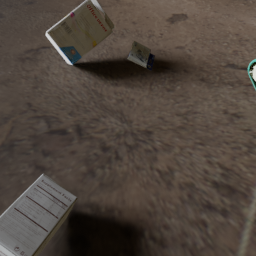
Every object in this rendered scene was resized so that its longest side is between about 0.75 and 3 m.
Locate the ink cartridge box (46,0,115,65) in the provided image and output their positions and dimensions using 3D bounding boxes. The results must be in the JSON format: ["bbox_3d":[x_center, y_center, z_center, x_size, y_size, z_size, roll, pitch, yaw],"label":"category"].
[{"bbox_3d":[-1.410,-2.919,8.464,1.790,1.151,1.121,-40,21,-5],"label":"ink cartridge box"}]

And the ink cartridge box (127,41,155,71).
[{"bbox_3d":[0.463,-2.278,8.797,0.853,0.173,0.851,24,50,-13],"label":"ink cartridge box"}]

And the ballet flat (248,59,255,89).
[{"bbox_3d":[3.536,-0.893,7.079,0.702,0.671,1.994,1,65,-36],"label":"ballet flat"}]

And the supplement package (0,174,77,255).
[{"bbox_3d":[-1.587,1.584,4.638,0.783,0.780,1.334,33,39,4],"label":"supplement package"}]
